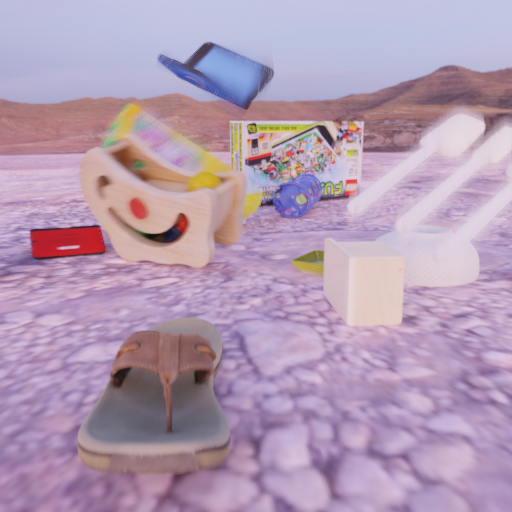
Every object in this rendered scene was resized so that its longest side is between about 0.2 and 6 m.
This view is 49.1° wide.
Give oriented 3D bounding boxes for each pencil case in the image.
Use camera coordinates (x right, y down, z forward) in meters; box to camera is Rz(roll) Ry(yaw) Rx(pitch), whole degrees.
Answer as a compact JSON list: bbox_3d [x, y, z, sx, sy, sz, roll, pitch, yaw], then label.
[{"bbox_3d":[1.044,-1.500,13.961,0.988,0.887,2.274,-18,8,18],"label":"pencil case"}]

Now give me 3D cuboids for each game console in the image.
[{"bbox_3d":[-3.286,-0.135,9.745,1.171,0.695,1.009,-6,45,-22],"label":"game console"},{"bbox_3d":[-0.649,-3.204,9.429,1.519,0.899,1.297,28,6,16],"label":"game console"}]

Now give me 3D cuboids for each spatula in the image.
[{"bbox_3d":[2.727,-1.049,7.680,2.848,0.229,1.980,-38,51,-21],"label":"spatula"}]

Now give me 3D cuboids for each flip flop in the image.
[{"bbox_3d":[-0.662,0.828,4.201,1.004,0.712,2.475,0,13,0],"label":"flip flop"}]

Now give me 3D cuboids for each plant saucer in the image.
[{"bbox_3d":[1.089,0.129,8.367,0.876,0.210,0.878,8,16,30],"label":"plant saucer"}]

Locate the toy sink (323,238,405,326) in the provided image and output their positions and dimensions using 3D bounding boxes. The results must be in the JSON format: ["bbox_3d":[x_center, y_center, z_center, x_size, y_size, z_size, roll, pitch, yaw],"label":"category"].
[{"bbox_3d":[1.246,0.257,6.565,0.669,0.778,1.194,-1,12,-6],"label":"toy sink"}]

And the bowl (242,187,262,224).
[{"bbox_3d":[-0.513,-1.066,12.327,1.358,0.731,1.358,-3,14,1],"label":"bowl"}]

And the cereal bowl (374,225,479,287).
[{"bbox_3d":[2.448,-0.073,8.249,1.616,0.673,1.616,0,12,0],"label":"cereal bowl"}]

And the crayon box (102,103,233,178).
[{"bbox_3d":[-1.589,-1.637,10.498,2.497,0.727,1.483,30,31,-23],"label":"crayon box"}]

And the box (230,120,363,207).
[{"bbox_3d":[1.228,-2.676,15.899,4.189,2.305,0.727,-9,16,-32],"label":"box"}]

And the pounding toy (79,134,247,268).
[{"bbox_3d":[-1.462,-1.086,9.022,3.247,1.857,1.863,5,29,34],"label":"pounding toy"}]
